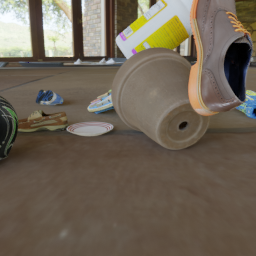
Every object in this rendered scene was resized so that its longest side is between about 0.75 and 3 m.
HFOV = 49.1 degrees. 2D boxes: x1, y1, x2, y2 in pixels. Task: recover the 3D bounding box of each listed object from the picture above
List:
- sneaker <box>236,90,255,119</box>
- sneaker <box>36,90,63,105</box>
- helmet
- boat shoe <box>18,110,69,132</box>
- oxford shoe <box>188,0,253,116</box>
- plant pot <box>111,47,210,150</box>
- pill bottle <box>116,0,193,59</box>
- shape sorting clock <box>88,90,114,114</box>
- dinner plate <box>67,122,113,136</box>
[{"bbox_3d":[4.217,-0.821,9.666,1.096,0.790,2.086,-12,20,-36],"label":"sneaker"},{"bbox_3d":[-3.332,-1.206,11.728,0.664,0.652,1.723,21,-4,-40],"label":"sneaker"},{"bbox_3d":[-2.844,-0.086,5.503,1.373,1.309,1.373,5,2,0],"label":"helmet"},{"bbox_3d":[-2.472,-0.231,7.861,1.571,0.580,0.594,-2,15,-9],"label":"boat shoe"},{"bbox_3d":[1.612,-1.492,4.535,0.907,2.544,0.928,5,-6,-28],"label":"oxford shoe"},{"bbox_3d":[0.880,-0.541,6.664,2.254,2.254,1.966,-4,34,-16],"label":"plant pot"},{"bbox_3d":[1.068,-3.070,8.703,2.746,1.432,1.432,-36,8,14],"label":"pill bottle"},{"bbox_3d":[-0.189,-1.369,10.533,2.950,0.579,2.950,-19,16,6],"label":"shape sorting clock"},{"bbox_3d":[-1.036,0.038,7.706,1.268,0.154,1.268,1,15,0],"label":"dinner plate"}]
